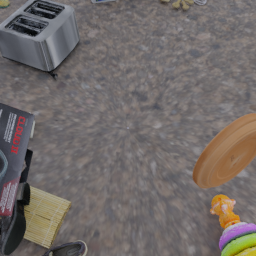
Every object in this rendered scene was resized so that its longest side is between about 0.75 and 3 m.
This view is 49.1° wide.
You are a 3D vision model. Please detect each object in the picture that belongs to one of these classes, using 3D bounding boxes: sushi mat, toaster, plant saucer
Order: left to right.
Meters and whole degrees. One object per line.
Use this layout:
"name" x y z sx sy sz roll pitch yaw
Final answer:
"sushi mat" -2.477 1.762 6.271 2.248 0.136 1.076 17 57 12
"toaster" -2.744 -2.918 8.882 2.221 1.318 2.008 21 58 14
"plant saucer" 1.519 0.394 4.062 1.347 1.347 0.217 -27 49 -18

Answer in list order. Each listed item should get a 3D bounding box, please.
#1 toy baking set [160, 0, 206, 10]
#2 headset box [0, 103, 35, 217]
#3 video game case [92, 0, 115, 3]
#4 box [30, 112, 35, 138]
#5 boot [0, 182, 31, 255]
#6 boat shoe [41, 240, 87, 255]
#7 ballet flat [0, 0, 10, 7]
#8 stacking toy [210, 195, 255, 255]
"toy baking set" 2.258 -5.258 11.245 2.030 0.236 1.558 -27 62 -18
"headset box" -2.369 0.323 3.865 2.099 0.811 1.562 23 65 -37
"video game case" -0.032 -5.904 10.539 2.894 2.072 0.261 -12 55 -8
"box" -3.223 -0.044 7.350 1.394 0.477 0.573 -1 55 -1
"boot" -2.897 1.834 5.894 1.437 0.571 1.650 -4 49 3
"boat shoe" -1.472 2.601 5.482 1.384 0.448 0.498 -21 57 -15
"ballet flat" -5.434 -5.215 10.988 1.684 0.595 0.595 24 58 16
"stacking toy" 2.241 2.353 5.294 1.473 1.393 2.539 -29 42 8
